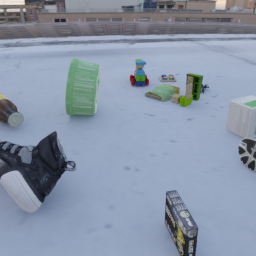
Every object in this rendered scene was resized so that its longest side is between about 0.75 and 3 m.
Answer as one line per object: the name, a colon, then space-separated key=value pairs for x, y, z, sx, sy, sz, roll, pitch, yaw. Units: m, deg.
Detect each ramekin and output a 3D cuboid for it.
ramekin: x=-1.569 y=-1.428 z=10.119 sx=1.004 sy=2.055 sz=2.055 roll=7 pitch=25 yaw=-4

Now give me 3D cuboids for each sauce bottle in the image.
sauce bottle: x=-4.415 y=-0.658 z=9.836 sx=0.821 sy=0.821 sz=2.537 roll=-19 pitch=32 yaw=-34

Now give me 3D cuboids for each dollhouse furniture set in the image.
dollhouse furniture set: x=1.887 y=-1.774 z=11.872 sx=2.072 sy=1.040 sz=1.358 roll=21 pitch=33 yaw=37

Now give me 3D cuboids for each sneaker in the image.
sneaker: x=-2.349 y=0.630 z=6.447 sx=1.556 sy=1.032 sz=2.735 roll=-38 pitch=50 yaw=-27
sneaker: x=3.712 y=0.864 z=7.027 sx=1.908 sy=0.769 sz=0.796 roll=30 pitch=23 yaw=33

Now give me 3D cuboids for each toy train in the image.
toy train: x=0.533 y=-2.939 z=14.117 sx=0.877 sy=1.198 sz=2.071 roll=-1 pitch=26 yaw=-4

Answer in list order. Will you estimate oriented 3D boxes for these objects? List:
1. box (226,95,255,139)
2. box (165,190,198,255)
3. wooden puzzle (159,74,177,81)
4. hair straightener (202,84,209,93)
box: x=3.872 y=-0.359 z=8.904 sx=1.056 sy=1.062 sz=0.910 roll=-14 pitch=27 yaw=-26
box: x=0.917 y=1.704 z=4.944 sx=0.238 sy=0.781 sz=0.969 roll=-6 pitch=27 yaw=-12
wooden puzzle: x=2.073 y=-2.644 z=14.650 sx=0.848 sy=0.212 sz=0.916 roll=0 pitch=26 yaw=1
hair straightener: x=3.554 y=-1.857 z=13.064 sx=0.461 sy=0.245 sz=1.197 roll=8 pitch=22 yaw=15
